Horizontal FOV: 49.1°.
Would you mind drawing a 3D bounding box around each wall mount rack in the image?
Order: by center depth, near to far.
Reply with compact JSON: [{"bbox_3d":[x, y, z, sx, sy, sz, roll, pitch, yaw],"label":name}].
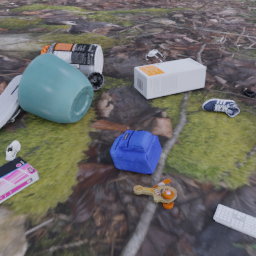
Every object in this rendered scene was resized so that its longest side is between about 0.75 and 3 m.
[{"bbox_3d":[1.583,-4.137,16.105,0.969,0.416,1.115,10,36,20],"label":"wall mount rack"}]

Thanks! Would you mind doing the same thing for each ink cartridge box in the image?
[{"bbox_3d":[-3.741,1.661,7.909,1.039,0.407,2.193,28,46,33],"label":"ink cartridge box"}]

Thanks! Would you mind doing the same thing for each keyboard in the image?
[{"bbox_3d":[3.246,2.491,6.933,2.141,0.114,0.603,18,39,23],"label":"keyboard"}]

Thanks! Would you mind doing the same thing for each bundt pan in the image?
[{"bbox_3d":[-1.489,-2.131,12.971,0.917,0.344,0.917,-3,78,14],"label":"bundt pan"}]

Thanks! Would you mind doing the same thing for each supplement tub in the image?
[{"bbox_3d":[-2.724,-3.305,13.778,2.758,1.689,1.689,6,36,8],"label":"supplement tub"}]

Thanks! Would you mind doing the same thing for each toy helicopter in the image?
[{"bbox_3d":[0.751,1.725,7.741,1.192,0.470,0.788,5,34,13],"label":"toy helicopter"}]

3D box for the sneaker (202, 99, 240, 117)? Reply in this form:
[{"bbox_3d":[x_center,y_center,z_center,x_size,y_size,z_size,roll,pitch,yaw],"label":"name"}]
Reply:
[{"bbox_3d":[3.773,-0.789,11.240,1.441,0.505,0.782,-3,33,-9],"label":"sneaker"}]

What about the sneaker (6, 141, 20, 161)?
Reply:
[{"bbox_3d":[-3.820,0.673,9.295,0.341,0.368,0.909,-4,34,-3],"label":"sneaker"}]

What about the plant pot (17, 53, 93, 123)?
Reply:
[{"bbox_3d":[-2.502,-1.286,10.482,1.944,2.423,2.423,28,42,15],"label":"plant pot"}]

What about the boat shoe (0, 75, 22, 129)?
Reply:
[{"bbox_3d":[-4.572,-0.681,10.671,1.068,1.051,2.964,28,63,14],"label":"boat shoe"}]

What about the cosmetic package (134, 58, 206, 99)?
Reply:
[{"bbox_3d":[1.899,-2.314,12.838,2.936,1.046,1.489,-13,33,-18],"label":"cosmetic package"}]

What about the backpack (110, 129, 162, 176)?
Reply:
[{"bbox_3d":[0.174,0.640,8.538,1.385,1.162,1.125,0,37,30],"label":"backpack"}]

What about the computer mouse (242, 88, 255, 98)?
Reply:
[{"bbox_3d":[5.983,-1.379,12.185,0.659,0.383,2.249,-28,43,-32],"label":"computer mouse"}]
